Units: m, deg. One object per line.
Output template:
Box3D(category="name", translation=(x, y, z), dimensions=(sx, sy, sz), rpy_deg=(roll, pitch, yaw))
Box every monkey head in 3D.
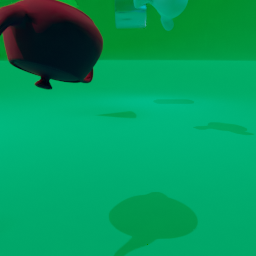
Box3D(category="monkey head", translation=(0.833, -3.105, 6.771), dimensions=(1.203, 1.008, 1.673), rpy_deg=(-34, -18, -16))

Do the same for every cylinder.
Box3D(category="cylinder", translation=(0.100, -4.513, 10.899), dimensions=(1.192, 1.192, 1.192), rpy_deg=(-1, 15, 0))

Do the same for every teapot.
Box3D(category="teapot", translation=(-0.826, -0.814, 2.892), dimensions=(1.026, 0.808, 1.650), rpy_deg=(11, -3, 26))

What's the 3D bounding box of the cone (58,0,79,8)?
Box3D(category="cone", translation=(-2.284, -3.694, 8.323), dimensions=(1.160, 1.155, 1.155), rpy_deg=(-40, 15, 5))
